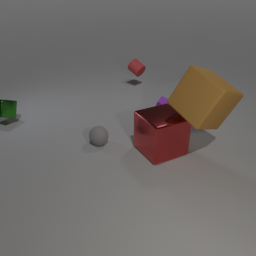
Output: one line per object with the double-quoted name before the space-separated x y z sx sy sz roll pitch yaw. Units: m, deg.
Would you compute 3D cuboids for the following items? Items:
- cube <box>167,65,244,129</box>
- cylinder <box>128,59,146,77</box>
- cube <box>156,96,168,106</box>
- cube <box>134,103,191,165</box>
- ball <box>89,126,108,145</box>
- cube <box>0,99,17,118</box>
"cube" 2.382 -0.916 8.696 1.400 1.400 1.400 0 40 -47
"cylinder" 0.463 -3.227 14.993 0.700 0.700 0.700 44 45 17
"cube" 1.499 -0.797 11.732 0.700 0.700 0.700 29 33 6
"cube" 1.125 0.162 9.481 1.400 1.400 1.400 -15 32 -25
"ball" -1.050 0.271 10.027 0.700 0.700 0.700 0 29 0
"cube" -5.042 -0.797 11.384 0.700 0.700 0.700 8 5 31
